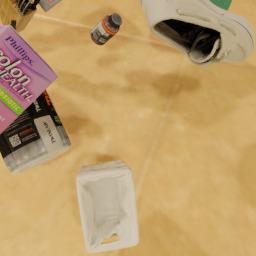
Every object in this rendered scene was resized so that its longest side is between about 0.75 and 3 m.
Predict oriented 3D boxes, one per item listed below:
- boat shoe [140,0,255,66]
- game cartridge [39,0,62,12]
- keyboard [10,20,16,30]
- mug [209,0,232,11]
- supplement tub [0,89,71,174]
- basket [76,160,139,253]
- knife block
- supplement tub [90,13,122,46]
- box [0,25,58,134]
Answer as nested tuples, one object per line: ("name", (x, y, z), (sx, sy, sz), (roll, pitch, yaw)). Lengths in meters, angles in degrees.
("boat shoe", (1.366, -1.571, 4.864), (1.044, 2.900, 0.953), (-16, 69, 40))
("game cartridge", (-1.866, -3.601, 6.749), (1.575, 1.048, 0.322), (-13, 30, 40))
("keyboard", (-2.842, -1.840, 6.560), (0.292, 1.473, 0.767), (6, 54, -26))
("mug", (2.064, -3.624, 7.571), (1.391, 2.249, 1.848), (16, 81, -31))
("supplement tub", (-2.082, -0.283, 5.453), (1.270, 1.270, 2.073), (-25, 87, -17))
("basket", (-0.268, 0.967, 3.647), (0.685, 0.624, 1.011), (-7, 99, -7))
("knife block", (-2.791, -3.061, 7.371), (1.553, 1.769, 0.566), (32, 57, 23))
("supplement tub", (-0.528, -2.490, 7.029), (0.486, 0.909, 0.486), (15, 65, -36))
("box", (-1.820, -0.450, 3.411), (1.537, 0.743, 1.352), (-49, 35, -9))
